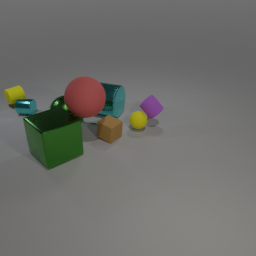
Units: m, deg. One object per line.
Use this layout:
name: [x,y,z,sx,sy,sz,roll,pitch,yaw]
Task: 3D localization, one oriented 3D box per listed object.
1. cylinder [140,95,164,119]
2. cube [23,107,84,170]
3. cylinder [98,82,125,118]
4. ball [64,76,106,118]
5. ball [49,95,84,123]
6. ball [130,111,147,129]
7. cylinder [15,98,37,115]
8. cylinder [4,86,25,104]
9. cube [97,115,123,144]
cylinder: [0.937,-0.848,11.176,0.700,0.700,0.700,-40,10,8]
cube: [-2.506,0.287,9.513,1.400,1.400,1.400,-24,37,-35]
cylinder: [-0.996,-1.257,12.263,1.400,1.400,1.400,11,31,18]
ball: [-1.454,-1.041,9.509,1.400,1.400,1.400,0,29,0]
ball: [-2.418,-0.597,11.076,1.400,1.400,1.400,0,29,0]
ball: [0.413,-0.317,11.104,0.700,0.700,0.700,0,29,0]
cylinder: [-4.522,-0.947,12.429,0.700,0.700,0.700,3,29,6]
cylinder: [-5.239,-1.530,12.949,0.700,0.700,0.700,-28,40,-36]
cube: [-0.691,0.039,10.611,0.700,0.700,0.700,25,37,27]
